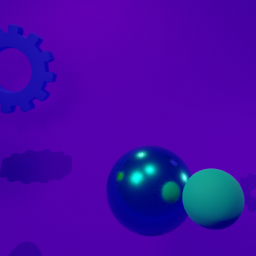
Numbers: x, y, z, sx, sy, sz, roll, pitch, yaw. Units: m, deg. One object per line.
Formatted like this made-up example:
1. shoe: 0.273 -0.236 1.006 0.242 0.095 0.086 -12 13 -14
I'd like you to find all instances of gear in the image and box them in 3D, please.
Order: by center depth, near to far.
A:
1. gear: -2.667 -1.327 6.434 1.946 0.360 1.946 0 101 -1

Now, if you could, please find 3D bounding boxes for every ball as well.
1. ball: 1.011 0.844 3.349 0.703 0.703 0.703 0 57 0
2. ball: 0.345 0.960 4.379 1.378 1.378 1.378 0 57 0
